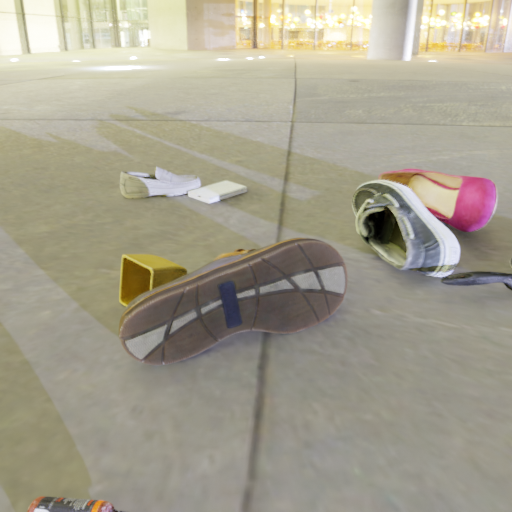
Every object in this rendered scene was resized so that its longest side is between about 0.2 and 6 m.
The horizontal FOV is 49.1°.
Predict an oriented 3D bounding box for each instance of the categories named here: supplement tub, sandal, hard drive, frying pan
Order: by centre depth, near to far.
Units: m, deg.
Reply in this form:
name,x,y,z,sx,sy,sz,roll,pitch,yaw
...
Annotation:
name,x,y,z,sx,sy,sz,roll,pitch,yaw
supplement tub,-1.388,2.128,4.392,0.776,0.415,0.415,2,24,5
sandal,-0.244,0.494,7.222,3.170,1.295,0.865,-18,28,-20
frying pan,4.274,0.386,8.118,2.856,0.465,1.728,-16,22,-30
hard drive,-0.873,-1.462,12.750,0.752,0.150,1.140,22,33,40

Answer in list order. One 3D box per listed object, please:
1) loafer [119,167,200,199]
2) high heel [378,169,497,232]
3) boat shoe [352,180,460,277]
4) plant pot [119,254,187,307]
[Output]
name,x,y,z,sx,sy,sz,roll,pitch,yaw
loafer,-2.161,-1.695,12.668,1.810,0.632,0.633,-7,25,-16
high heel,3.327,-1.207,10.532,1.471,1.033,3.066,15,15,-4
boat shoe,2.234,-0.621,9.533,1.045,1.063,2.948,7,22,-21
plant pot,-1.416,0.373,7.990,0.735,0.739,0.756,22,22,40
